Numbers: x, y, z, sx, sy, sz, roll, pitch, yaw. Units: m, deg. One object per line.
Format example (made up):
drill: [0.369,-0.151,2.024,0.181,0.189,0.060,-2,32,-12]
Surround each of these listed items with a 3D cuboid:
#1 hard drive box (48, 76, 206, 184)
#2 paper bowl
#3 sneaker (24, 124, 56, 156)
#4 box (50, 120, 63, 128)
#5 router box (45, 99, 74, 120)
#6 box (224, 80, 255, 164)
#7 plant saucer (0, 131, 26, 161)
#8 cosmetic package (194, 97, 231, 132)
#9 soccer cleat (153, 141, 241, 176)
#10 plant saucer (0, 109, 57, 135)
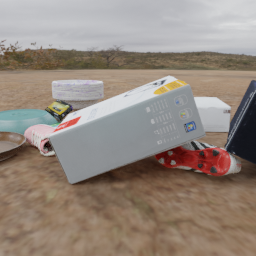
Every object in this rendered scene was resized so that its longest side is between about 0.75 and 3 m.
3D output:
hard drive box: [-0.030,-0.094,6.039,2.727,1.047,2.126,-21,14,3]
paper bowl: [-2.304,-1.567,13.002,2.347,1.220,2.347,0,15,0]
sneaker: [-2.133,0.297,7.071,1.591,0.599,0.832,9,13,20]
box: [-1.542,-0.026,8.826,1.381,0.348,1.913,6,16,19]
router box: [-2.576,-0.694,10.467,0.884,0.231,0.695,24,57,36]
box: [3.221,0.042,5.531,2.131,1.313,2.114,25,21,14]
plant saucer: [-3.588,0.500,6.856,2.096,0.336,2.096,0,14,0]
cosmetic package: [2.708,-0.524,9.761,1.207,0.868,2.138,2,16,7]
soccer cleat: [1.361,0.590,5.958,0.886,0.714,2.081,15,-4,-39]
plant saucer: [-3.707,-0.269,9.564,2.575,0.463,2.575,0,15,0]
